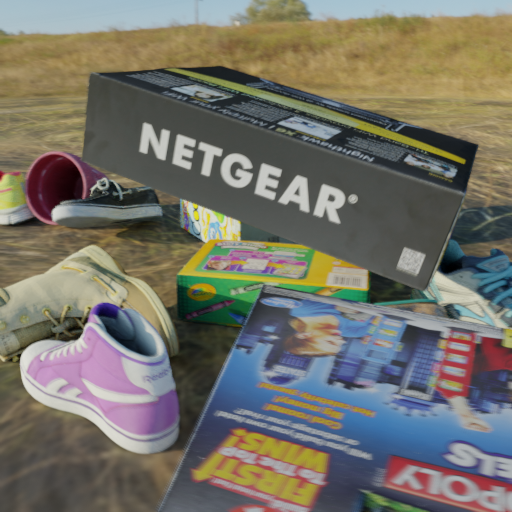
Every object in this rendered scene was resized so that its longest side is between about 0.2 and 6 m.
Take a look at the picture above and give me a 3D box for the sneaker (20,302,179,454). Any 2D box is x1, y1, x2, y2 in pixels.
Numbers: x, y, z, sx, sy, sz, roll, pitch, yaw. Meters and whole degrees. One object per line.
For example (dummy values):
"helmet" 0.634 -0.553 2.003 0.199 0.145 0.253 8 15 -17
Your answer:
"sneaker" -1.556 0.902 5.373 2.113 1.205 0.766 12 25 33

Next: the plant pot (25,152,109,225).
"plant pot" -3.685 -1.337 11.428 1.456 1.456 1.303 7 5 20

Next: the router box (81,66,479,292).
"router box" 0.545 -1.355 7.294 4.291 1.121 3.374 22 26 16

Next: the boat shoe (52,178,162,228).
"boat shoe" -2.760 -1.035 10.522 0.893 0.826 2.418 -13 -1 41

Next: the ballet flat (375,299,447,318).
"ballet flat" 1.143 0.859 6.174 2.163 0.727 0.736 -1 -23 -8

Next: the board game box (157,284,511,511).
"board game box" 0.875 1.493 3.973 3.322 1.025 3.320 9 23 24

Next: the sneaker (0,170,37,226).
"sneaker" -5.682 -1.387 11.671 2.641 1.192 1.032 6 22 21

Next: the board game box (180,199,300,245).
"board game box" -0.346 -0.898 10.205 1.288 1.265 2.455 -12 23 -29

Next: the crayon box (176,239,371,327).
"crayon box" 0.304 0.374 7.512 2.414 0.703 1.434 4 20 11

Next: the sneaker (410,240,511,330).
"sneaker" 2.659 0.573 6.321 1.030 1.145 2.653 -8 21 -21

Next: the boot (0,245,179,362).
"boot" -2.074 0.758 6.388 1.702 0.797 2.189 -26 45 -35
